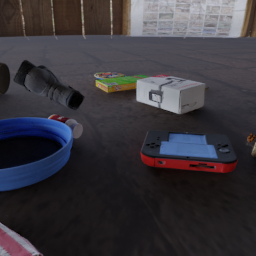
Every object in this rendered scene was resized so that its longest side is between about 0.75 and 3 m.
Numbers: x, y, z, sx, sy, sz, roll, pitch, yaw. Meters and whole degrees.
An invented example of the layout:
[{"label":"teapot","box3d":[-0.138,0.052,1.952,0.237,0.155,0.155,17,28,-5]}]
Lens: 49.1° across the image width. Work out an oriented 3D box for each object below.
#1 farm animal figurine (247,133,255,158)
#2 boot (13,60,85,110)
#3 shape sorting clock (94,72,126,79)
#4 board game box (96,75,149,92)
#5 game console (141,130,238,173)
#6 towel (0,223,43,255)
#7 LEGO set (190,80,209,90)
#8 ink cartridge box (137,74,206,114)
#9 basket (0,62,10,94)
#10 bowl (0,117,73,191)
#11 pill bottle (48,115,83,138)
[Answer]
[{"label":"farm animal figurine","box3d":[3.430,0.474,7.000,0.887,0.446,0.717,0,41,-8]},{"label":"boot","box3d":[-2.232,-1.148,8.728,1.849,0.980,2.809,29,7,-5]},{"label":"shape sorting clock","box3d":[-0.950,-2.818,15.028,1.709,0.335,1.709,0,23,0]},{"label":"board game box","box3d":[-0.020,-2.173,13.415,2.763,0.414,1.320,-14,27,-26]},{"label":"game console","box3d":[1.488,0.474,7.043,2.190,0.340,1.937,4,23,9]},{"label":"towel","box3d":[-2.478,1.947,3.554,1.640,0.335,2.241,17,25,35]},{"label":"LEGO set","box3d":[3.249,-1.926,13.059,0.722,0.315,1.112,-5,36,-8]},{"label":"ink cartridge box","box3d":[1.629,-1.354,10.710,1.571,0.902,2.164,-19,29,-39]},{"label":"basket","box3d":[-6.462,-2.230,11.982,2.351,1.599,2.120,5,52,-1]},{"label":"bowl","box3d":[-2.777,0.509,6.634,2.944,0.578,2.944,0,23,0]},{"label":"pill bottle","box3d":[-1.793,-0.024,7.956,0.994,0.562,0.562,15,27,29]}]
